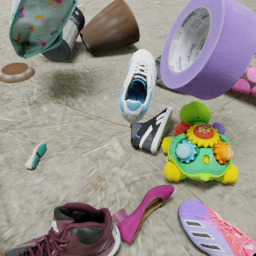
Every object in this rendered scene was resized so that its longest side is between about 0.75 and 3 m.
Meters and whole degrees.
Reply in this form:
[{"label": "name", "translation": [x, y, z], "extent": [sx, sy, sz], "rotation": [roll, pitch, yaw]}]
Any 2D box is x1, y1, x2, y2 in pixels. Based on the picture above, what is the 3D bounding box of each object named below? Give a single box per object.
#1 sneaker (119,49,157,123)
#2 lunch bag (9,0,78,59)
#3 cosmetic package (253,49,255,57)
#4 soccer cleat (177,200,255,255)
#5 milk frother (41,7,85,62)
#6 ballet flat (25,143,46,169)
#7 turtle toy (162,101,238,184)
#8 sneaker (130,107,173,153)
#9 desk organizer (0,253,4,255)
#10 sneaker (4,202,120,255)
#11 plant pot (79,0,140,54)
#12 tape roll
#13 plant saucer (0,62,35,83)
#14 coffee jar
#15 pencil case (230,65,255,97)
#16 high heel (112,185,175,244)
[{"label": "sneaker", "translation": [0.179, -0.663, 3.868], "extent": [0.461, 0.465, 1.284], "rotation": [14, 56, -4]}, {"label": "lunch bag", "translation": [-2.469, -3.382, 7.876], "extent": [1.504, 2.466, 2.101], "rotation": [15, 45, -31]}, {"label": "cosmetic package", "translation": [5.610, -3.655, 11.519], "extent": [1.341, 1.106, 1.105], "rotation": [-27, 48, -27]}, {"label": "soccer cleat", "translation": [1.871, 2.086, 4.924], "extent": [0.867, 0.931, 2.543], "rotation": [-22, 45, -23]}, {"label": "milk frother", "translation": [-3.166, -3.766, 11.517], "extent": [2.071, 2.295, 2.159], "rotation": [26, 51, -16]}, {"label": "ballet flat", "translation": [-2.355, 0.681, 7.092], "extent": [0.266, 0.288, 0.853], "rotation": [-1, 39, 15]}, {"label": "turtle toy", "translation": [1.708, 0.304, 6.813], "extent": [1.712, 1.187, 2.349], "rotation": [1, 40, 1]}, {"label": "sneaker", "translation": [0.596, -0.108, 7.727], "extent": [0.967, 0.632, 1.729], "rotation": [16, 44, 16]}, {"label": "desk organizer", "translation": [-3.369, 2.473, 4.151], "extent": [0.943, 1.012, 2.629], "rotation": [-8, 25, 50]}, {"label": "sneaker", "translation": [-1.368, 1.900, 4.727], "extent": [2.485, 1.435, 0.940], "rotation": [-18, 43, -16]}, {"label": "plant pot", "translation": [-0.877, -3.965, 11.532], "extent": [2.050, 1.916, 1.916], "rotation": [-31, 47, -11]}, {"label": "tape roll", "translation": [1.533, -1.625, 5.681], "extent": [0.845, 1.988, 1.988], "rotation": [15, 36, -22]}, {"label": "plant saucer", "translation": [-4.160, -2.107, 10.384], "extent": [1.348, 0.247, 1.348], "rotation": [0, 41, 0]}, {"label": "coffee jar", "translation": [2.145, -2.461, 10.048], "extent": [1.460, 1.195, 2.800], "rotation": [22, 45, 24]}, {"label": "pencil case", "translation": [3.758, -1.610, 9.129], "extent": [2.581, 1.171, 1.209], "rotation": [31, 34, 34]}, {"label": "high heel", "translation": [0.455, 1.730, 5.694], "extent": [1.497, 0.505, 0.720], "rotation": [-29, 42, -12]}]
